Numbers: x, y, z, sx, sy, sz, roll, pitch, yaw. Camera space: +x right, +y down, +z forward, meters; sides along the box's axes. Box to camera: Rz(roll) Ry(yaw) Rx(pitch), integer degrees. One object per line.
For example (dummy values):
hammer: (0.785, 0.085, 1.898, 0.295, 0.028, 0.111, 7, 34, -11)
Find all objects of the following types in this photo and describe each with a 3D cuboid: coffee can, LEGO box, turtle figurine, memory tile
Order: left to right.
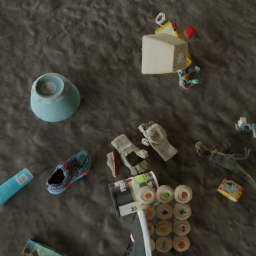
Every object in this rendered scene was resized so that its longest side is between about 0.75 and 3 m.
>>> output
coffee can: (0.249, 2.371, 10.051, 1.657, 1.213, 1.213, -15, 65, -8)
memory tile: (1.227, 3.110, 9.509, 1.863, 0.204, 2.430, 0, 101, -1)
turtle figurine: (2.627, -2.317, 12.562, 1.106, 0.743, 1.477, 35, 53, 1)
LEGO box: (3.873, 2.320, 10.583, 0.762, 0.294, 0.568, 33, 69, 15)

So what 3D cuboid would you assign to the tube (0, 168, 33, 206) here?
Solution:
tube: (-4.485, 2.290, 10.546, 1.871, 0.472, 0.725, -38, 66, -12)

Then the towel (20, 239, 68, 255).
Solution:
towel: (-2.886, 4.752, 9.482, 1.830, 0.199, 1.342, 20, 65, 10)

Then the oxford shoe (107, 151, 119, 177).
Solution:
oxford shoe: (-0.604, 1.461, 11.025, 0.380, 0.365, 1.030, -18, 64, 19)

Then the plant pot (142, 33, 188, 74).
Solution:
plant pot: (1.423, -2.690, 10.297, 1.222, 1.380, 1.378, 20, 31, 37)

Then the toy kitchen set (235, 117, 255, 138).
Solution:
toy kitchen set: (4.999, -0.018, 11.425, 0.982, 0.787, 0.578, -1, 64, 0)

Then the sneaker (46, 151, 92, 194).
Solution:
sneaker: (-2.180, 1.614, 10.528, 0.828, 0.997, 2.087, 38, 70, 17)

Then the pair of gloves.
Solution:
pair of gloves: (0.665, 0.733, 11.298, 2.186, 0.383, 1.859, -26, 67, -13)

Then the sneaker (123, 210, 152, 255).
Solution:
sneaker: (-0.002, 4.140, 8.929, 1.449, 1.033, 2.922, -1, 89, 0)

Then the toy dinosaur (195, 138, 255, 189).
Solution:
toy dinosaur: (4.030, 1.142, 10.973, 2.799, 0.664, 1.233, 32, 83, 14)

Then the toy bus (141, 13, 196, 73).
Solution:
toy bus: (2.053, -3.781, 12.955, 2.283, 1.250, 2.419, 29, 96, 38)

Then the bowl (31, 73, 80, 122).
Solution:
bowl: (-3.194, -1.469, 11.933, 2.175, 1.138, 2.175, 1, 64, -1)
